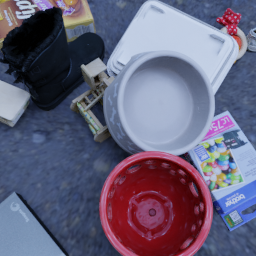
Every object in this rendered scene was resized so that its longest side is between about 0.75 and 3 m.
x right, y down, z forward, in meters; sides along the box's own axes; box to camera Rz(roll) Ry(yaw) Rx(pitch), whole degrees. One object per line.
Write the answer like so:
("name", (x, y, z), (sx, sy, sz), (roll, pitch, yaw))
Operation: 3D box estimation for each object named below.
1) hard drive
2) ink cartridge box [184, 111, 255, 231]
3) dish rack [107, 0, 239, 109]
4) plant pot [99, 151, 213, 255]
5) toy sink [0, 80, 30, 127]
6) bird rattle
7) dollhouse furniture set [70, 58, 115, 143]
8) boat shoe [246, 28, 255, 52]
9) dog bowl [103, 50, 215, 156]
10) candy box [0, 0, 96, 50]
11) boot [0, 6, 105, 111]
("hard drive", (-2.857, 2.960, 5.864), (2.684, 0.441, 1.873), (-42, 74, -15))
("ink cartridge box", (2.390, 0.947, 6.670), (1.486, 0.523, 2.491), (-24, 72, -9))
("dish rack", (1.089, -1.892, 7.275), (2.969, 0.646, 2.548), (31, 90, 12))
("plant pot", (0.479, 1.652, 5.646), (2.001, 1.822, 2.001), (0, 68, -1))
("toy sink", (-3.102, -0.604, 7.161), (1.301, 0.729, 0.848), (21, 69, 14))
("bird rattle", (2.836, -2.517, 7.992), (1.233, 0.852, 1.512), (40, 73, -10))
("dollhouse furniture set", (-0.503, -0.311, 6.526), (1.045, 1.663, 1.880), (-35, 71, -13))
("boat shoe", (4.321, -2.654, 8.048), (1.892, 0.607, 0.697), (-5, 68, -2))
("dog bowl", (0.752, -0.505, 6.102), (2.516, 0.738, 2.516), (0, 90, -16))
("candy box", (-2.483, -3.217, 8.198), (2.748, 0.776, 1.603), (-17, 70, -5))
("boot", (-1.633, -1.887, 6.781), (1.076, 2.382, 2.907), (34, 72, 12))
